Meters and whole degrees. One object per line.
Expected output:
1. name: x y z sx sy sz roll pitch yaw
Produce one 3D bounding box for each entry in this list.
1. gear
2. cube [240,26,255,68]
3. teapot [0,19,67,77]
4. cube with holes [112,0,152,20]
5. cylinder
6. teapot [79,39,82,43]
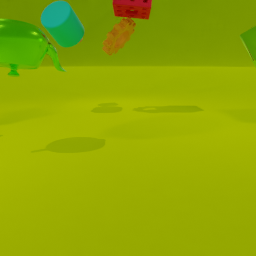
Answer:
1. gear: -0.312 -3.253 9.993 0.268 1.451 1.451 44 23 6
2. cube: 4.391 -2.317 8.358 1.350 1.350 1.350 -27 -43 27
3. teapot: -2.177 -1.516 5.544 2.053 1.005 1.276 1 5 -32
4. cube with holes: 0.186 -4.515 9.394 1.238 1.238 1.238 6 4 0
5. cylinder: -2.237 -3.572 9.701 1.113 1.113 1.113 5 -18 19
6. teapot: -2.191 -3.767 10.930 0.953 0.751 1.533 19 39 -18
